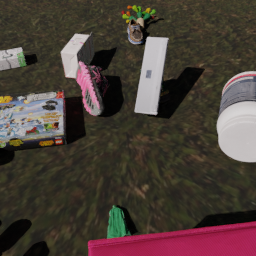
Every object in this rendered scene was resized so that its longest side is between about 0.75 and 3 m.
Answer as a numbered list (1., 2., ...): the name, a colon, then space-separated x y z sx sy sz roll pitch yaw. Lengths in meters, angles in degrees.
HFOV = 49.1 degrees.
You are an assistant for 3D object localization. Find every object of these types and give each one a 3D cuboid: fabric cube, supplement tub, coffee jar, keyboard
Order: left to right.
1. keyboard: 0.740 -1.652 8.661 0.700 0.133 2.486 7 80 19
2. coffee jar: 0.906 -1.433 9.210 0.554 1.297 0.677 -25 9 -21
3. fabric cube: 0.938 3.110 3.551 2.645 2.696 2.687 -5 44 -4
4. supplement tub: 3.403 -0.365 7.868 1.626 1.626 2.317 14 45 14

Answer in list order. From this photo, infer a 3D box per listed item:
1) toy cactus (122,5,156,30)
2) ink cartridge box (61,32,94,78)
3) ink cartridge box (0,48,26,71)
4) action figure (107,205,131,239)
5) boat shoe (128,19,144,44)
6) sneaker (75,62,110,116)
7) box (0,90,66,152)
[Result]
1. toy cactus: 0.553 -5.389 13.810 1.675 0.856 1.382 -2 63 -6
2. ink cartridge box: -1.883 -2.883 10.852 0.632 1.091 1.873 9 44 10
3. ink cartridge box: -4.695 -2.751 11.167 1.080 0.454 0.788 -16 46 -15
4. action figure: -0.248 2.113 6.330 0.525 0.243 0.889 -7 38 -5
5. boat shoe: 0.293 -4.414 12.756 0.620 0.621 1.716 -10 45 -10
6. sneaker: -1.021 -1.346 9.347 1.060 0.878 2.222 0 53 -30
7. box: -3.401 -0.229 8.444 2.976 0.593 2.037 -6 44 -7
